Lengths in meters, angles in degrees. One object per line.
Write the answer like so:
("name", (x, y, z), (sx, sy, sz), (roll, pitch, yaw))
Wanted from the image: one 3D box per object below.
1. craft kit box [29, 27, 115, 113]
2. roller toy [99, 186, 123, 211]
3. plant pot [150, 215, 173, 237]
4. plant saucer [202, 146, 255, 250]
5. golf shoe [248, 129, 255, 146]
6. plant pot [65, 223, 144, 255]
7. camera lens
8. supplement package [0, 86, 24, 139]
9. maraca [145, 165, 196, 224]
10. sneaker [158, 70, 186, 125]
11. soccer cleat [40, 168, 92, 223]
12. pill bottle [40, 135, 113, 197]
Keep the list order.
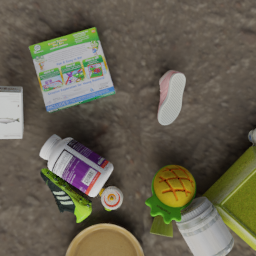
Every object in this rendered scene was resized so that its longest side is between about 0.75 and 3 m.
("craft kit box", (-2.186, -2.275, 11.044), (2.760, 0.670, 2.726), (-16, 86, -2))
("roller toy", (-0.595, 2.598, 10.484), (0.807, 0.618, 0.885), (-20, 84, -2))
("plant pot", (1.290, 3.489, 10.360), (0.846, 0.846, 0.904), (11, 69, 1))
("plant saucer", (4.675, 2.657, 10.081), (2.920, 0.700, 2.925), (42, 100, 4))
("golf shoe", (5.530, 1.119, 10.331), (1.030, 1.278, 2.630), (-34, 86, -6))
("plant pot", (-0.845, 5.001, 10.332), (2.953, 0.406, 2.953), (0, 84, -1))
("camera lens", (2.675, 3.604, 9.912), (1.507, 1.507, 1.884), (-30, 85, -3))
("supplement package", (-4.370, -0.578, 10.205), (1.018, 1.022, 1.742), (-2, 111, -19))
("maraca", (1.555, 2.280, 9.985), (1.596, 1.245, 2.328), (24, 51, 14))
("sneaker", (1.593, -1.239, 10.908), (0.802, 1.114, 2.131), (6, 114, -15))
("soccer cleat", (-2.451, 2.515, 10.436), (2.455, 0.829, 0.995), (41, 99, 4))
("pill bottle", (-1.887, 1.302, 10.225), (2.506, 1.409, 1.409), (33, 85, 4))
